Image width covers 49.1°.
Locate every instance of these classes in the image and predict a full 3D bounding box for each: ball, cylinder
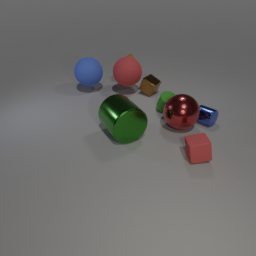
[{"bbox_3d":[2.069,-0.618,10.815,1.400,1.400,1.400,0,32,0],"label":"ball"},{"bbox_3d":[3.152,-0.500,11.275,0.700,0.700,0.700,27,40,36],"label":"cylinder"},{"bbox_3d":[-0.028,-2.701,13.430,1.400,1.400,1.400,0,32,0],"label":"ball"},{"bbox_3d":[1.650,-1.114,12.015,0.700,0.700,0.700,6,58,-9],"label":"cylinder"},{"bbox_3d":[-0.207,-0.360,10.369,1.400,1.400,1.400,-15,35,-23],"label":"cylinder"},{"bbox_3d":[-1.922,-2.751,13.712,1.400,1.400,1.400,0,32,0],"label":"ball"}]

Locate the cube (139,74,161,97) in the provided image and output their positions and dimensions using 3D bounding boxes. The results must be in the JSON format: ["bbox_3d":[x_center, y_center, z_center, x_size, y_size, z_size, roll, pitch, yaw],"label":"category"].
[{"bbox_3d":[1.075,-2.085,13.663,0.700,0.700,0.700,39,43,15],"label":"cube"}]

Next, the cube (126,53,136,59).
[{"bbox_3d":[0.072,-3.355,14.735,0.700,0.700,0.700,-29,31,27],"label":"cube"}]

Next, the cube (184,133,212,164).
[{"bbox_3d":[2.313,0.663,9.243,0.700,0.700,0.700,-11,28,1],"label":"cube"}]
